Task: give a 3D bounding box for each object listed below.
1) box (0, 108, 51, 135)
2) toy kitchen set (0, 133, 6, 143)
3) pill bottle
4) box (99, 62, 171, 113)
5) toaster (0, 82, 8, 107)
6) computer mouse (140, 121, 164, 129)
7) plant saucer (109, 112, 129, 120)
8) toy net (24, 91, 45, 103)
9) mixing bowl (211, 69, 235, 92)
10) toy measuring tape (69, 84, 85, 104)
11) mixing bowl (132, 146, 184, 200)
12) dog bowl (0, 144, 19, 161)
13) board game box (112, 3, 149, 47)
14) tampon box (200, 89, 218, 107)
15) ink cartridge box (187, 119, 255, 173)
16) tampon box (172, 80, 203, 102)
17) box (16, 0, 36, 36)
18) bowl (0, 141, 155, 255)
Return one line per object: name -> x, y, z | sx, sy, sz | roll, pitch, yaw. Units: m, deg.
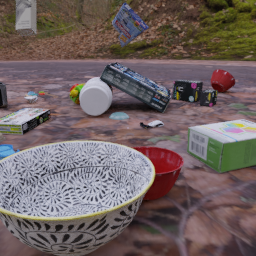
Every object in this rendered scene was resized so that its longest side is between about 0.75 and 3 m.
box -> -3.612, -0.273, 9.612 | 1.138, 0.359, 2.068 | 3, 17, 9
toy kitchen set -> -4.189, -0.286, 6.949 | 1.566, 1.731, 1.919 | -2, 21, 19
pill bottle -> -1.278, -1.307, 11.409 | 1.291, 1.291, 2.277 | -1, 17, -2
box -> 0.440, -1.864, 12.204 | 2.972, 0.684, 2.362 | 28, 18, -1
toaster -> -6.361, -1.484, 12.286 | 1.712, 1.123, 1.893 | -11, 20, -32
computer mouse -> 0.846, -0.142, 9.500 | 0.829, 0.182, 0.455 | -9, 18, -26
plant saucer -> -0.338, -0.482, 10.682 | 0.781, 0.150, 0.781 | 0, 18, 0
toy net -> -4.565, -1.475, 13.690 | 0.924, 0.340, 1.762 | -1, 18, -13
mixing bowl -> 5.261, -2.565, 15.921 | 1.414, 1.414, 0.766 | 19, 64, 48
toy measuring tape -> -2.097, -1.650, 13.402 | 0.957, 0.957, 2.602 | 5, 12, 17
mixing bowl -> 0.375, 0.884, 5.255 | 1.287, 0.697, 1.287 | 0, 18, 0
dog bowl -> -3.004, 0.639, 6.868 | 0.510, 0.227, 0.915 | -15, 23, -40
board game box -> -0.050, -3.245, 9.140 | 0.340, 1.102, 1.102 | -43, -1, -43
tampon box -> 3.682, -1.377, 12.742 | 0.545, 0.646, 0.863 | 10, 20, 30
ink cartridge box -> 2.884, 0.333, 6.976 | 2.511, 0.745, 1.304 | -7, 18, -21
tampon box -> 2.915, -1.842, 13.767 | 1.240, 0.929, 0.783 | 15, 22, 40
box -> -3.535, -3.958, 9.723 | 0.579, 1.410, 0.482 | -5, -10, 4
bowl -> -0.771, 1.060, 4.015 | 2.301, 1.080, 2.301 | -1, 17, 0
